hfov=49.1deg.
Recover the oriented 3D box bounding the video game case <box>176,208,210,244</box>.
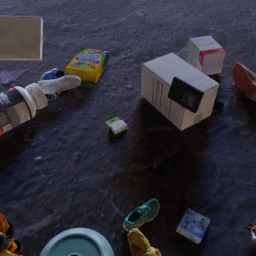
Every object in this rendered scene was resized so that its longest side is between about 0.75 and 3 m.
[{"bbox_3d":[1.950,2.905,8.341,0.741,0.186,0.818,25,51,21],"label":"video game case"}]

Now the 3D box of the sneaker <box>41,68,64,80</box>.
[{"bbox_3d":[-3.543,-2.437,13.319,0.668,0.461,1.200,17,41,27],"label":"sneaker"}]

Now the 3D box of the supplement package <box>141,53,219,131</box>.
[{"bbox_3d":[2.013,-1.586,11.634,1.703,1.682,2.809,-26,51,-23],"label":"supplement package"}]

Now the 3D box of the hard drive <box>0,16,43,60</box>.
[{"bbox_3d":[-4.217,-3.132,9.732,2.372,0.312,1.564,-1,80,-6],"label":"hard drive"}]

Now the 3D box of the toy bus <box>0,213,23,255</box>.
[{"bbox_3d":[-3.796,3.228,7.557,1.447,1.023,1.507,-37,58,-14],"label":"toy bus"}]

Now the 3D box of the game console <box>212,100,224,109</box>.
[{"bbox_3d":[3.743,-1.146,12.316,0.544,0.111,0.923,-21,49,-19],"label":"game console"}]

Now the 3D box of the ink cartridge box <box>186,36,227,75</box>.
[{"bbox_3d":[3.809,-3.597,13.898,1.223,1.229,1.692,-12,47,-11],"label":"ink cartridge box"}]

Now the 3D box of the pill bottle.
[{"bbox_3d":[-4.507,-0.832,11.114,2.345,1.402,1.402,-34,55,-29],"label":"pill bottle"}]

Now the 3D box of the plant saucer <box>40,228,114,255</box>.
[{"bbox_3d":[-1.425,3.646,7.487,2.174,0.391,2.174,0,46,0],"label":"plant saucer"}]

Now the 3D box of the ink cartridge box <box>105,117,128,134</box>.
[{"bbox_3d":[-0.479,-0.162,11.315,0.600,0.198,0.825,-24,52,-22],"label":"ink cartridge box"}]

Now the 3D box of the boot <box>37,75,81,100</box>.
[{"bbox_3d":[-3.119,-1.697,12.519,2.059,0.757,0.984,-10,53,2],"label":"boot"}]

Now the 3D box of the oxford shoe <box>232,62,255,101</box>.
[{"bbox_3d":[5.615,-2.127,12.881,0.889,0.853,2.409,-3,52,-20],"label":"oxford shoe"}]

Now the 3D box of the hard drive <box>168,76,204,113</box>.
[{"bbox_3d":[1.345,-0.784,6.619,0.819,0.572,0.135,36,45,26],"label":"hard drive"}]

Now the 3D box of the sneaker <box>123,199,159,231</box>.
[{"bbox_3d":[0.437,2.578,8.411,1.360,0.542,0.527,-32,54,-28],"label":"sneaker"}]

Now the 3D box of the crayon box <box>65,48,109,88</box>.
[{"bbox_3d":[-2.022,-3.014,13.766,1.520,0.624,2.418,11,47,10],"label":"crayon box"}]

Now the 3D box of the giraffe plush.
[{"bbox_3d":[0.226,3.487,7.178,1.158,1.232,1.428,-40,40,-18],"label":"giraffe plush"}]

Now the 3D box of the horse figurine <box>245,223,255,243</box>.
[{"bbox_3d":[4.757,3.408,7.392,2.751,0.687,1.823,-3,28,8],"label":"horse figurine"}]
